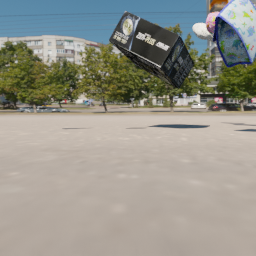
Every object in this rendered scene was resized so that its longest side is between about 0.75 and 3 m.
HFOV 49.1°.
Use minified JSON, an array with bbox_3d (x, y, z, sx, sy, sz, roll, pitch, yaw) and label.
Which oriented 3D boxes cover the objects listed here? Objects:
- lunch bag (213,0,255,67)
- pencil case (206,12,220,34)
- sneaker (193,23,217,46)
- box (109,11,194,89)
[{"bbox_3d":[2.471,-2.188,6.257,0.813,1.276,1.085,4,45,52],"label":"lunch bag"},{"bbox_3d":[3.339,-3.352,8.868,0.757,0.757,1.732,-2,15,-38],"label":"pencil case"},{"bbox_3d":[3.233,-3.710,10.821,1.712,0.641,0.853,38,4,27],"label":"sneaker"},{"bbox_3d":[0.834,-2.361,8.803,1.936,1.018,2.364,34,6,23],"label":"box"}]
